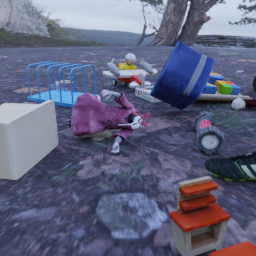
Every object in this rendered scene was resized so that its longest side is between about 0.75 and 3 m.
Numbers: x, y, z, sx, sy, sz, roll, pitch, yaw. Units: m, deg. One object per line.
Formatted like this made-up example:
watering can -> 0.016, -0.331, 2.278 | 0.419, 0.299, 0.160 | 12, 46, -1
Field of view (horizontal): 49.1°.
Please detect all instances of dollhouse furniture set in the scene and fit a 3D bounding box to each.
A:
dollhouse furniture set -> 1.264, 1.506, 3.231 | 1.997, 1.029, 1.975 | -8, 21, -21

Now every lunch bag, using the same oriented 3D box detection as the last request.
lunch bag -> 1.939, -1.670, 10.005 | 1.656, 1.701, 2.503 | 27, -9, 0

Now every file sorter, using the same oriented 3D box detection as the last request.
file sorter -> -2.839, -1.958, 12.076 | 2.553, 1.566, 1.771 | 10, 21, 27

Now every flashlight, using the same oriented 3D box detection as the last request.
flashlight -> 2.235, 0.023, 7.834 | 0.708, 0.710, 2.090 | 4, 21, 12

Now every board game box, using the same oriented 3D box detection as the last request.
board game box -> 1.743, -1.644, 12.869 | 2.394, 0.414, 1.511 | -10, 22, -27

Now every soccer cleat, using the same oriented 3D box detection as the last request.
soccer cleat -> 2.579, 0.734, 5.726 | 1.949, 0.790, 0.658 | 6, 21, 17

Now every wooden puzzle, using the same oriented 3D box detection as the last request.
wooden puzzle -> 3.579, -1.967, 12.623 | 2.730, 0.682, 2.948 | 0, 25, -17

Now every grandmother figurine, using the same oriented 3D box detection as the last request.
grandmother figurine -> 4.939, -0.949, 10.889 | 1.786, 0.541, 1.083 | -4, 3, -3

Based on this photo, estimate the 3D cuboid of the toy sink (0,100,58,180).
toy sink -> -2.642, 0.144, 6.638 | 1.114, 1.296, 1.989 | 4, 21, 12

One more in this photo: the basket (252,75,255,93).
basket -> 6.826, -2.295, 13.072 | 2.075, 1.565, 2.302 | 40, 42, 22

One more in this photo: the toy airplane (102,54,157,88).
toy airplane -> 0.151, -2.910, 14.405 | 2.480, 1.757, 2.491 | 7, 19, 12

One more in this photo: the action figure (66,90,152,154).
action figure -> -0.432, -0.203, 7.895 | 2.387, 1.599, 1.778 | 7, 3, 20
